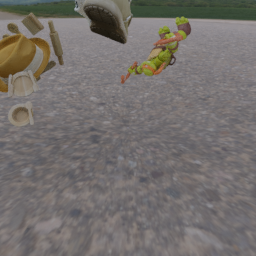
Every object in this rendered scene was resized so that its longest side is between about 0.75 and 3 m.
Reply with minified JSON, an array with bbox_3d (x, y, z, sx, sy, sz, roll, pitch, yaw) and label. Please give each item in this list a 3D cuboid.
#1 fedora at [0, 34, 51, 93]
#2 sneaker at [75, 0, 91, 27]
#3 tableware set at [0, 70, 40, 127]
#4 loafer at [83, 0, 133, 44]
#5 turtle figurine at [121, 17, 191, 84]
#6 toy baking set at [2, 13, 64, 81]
[{"bbox_3d":[-2.628,-1.629,6.492,1.663,0.678,1.663,-8,60,15],"label":"fedora"},{"bbox_3d":[-1.329,-3.801,8.776,0.658,0.679,1.860,1,-12,-3],"label":"sneaker"},{"bbox_3d":[-2.634,-0.581,5.917,1.551,1.295,0.180,-8,-15,-7],"label":"tableware set"},{"bbox_3d":[-0.332,-2.532,6.135,0.983,0.887,2.597,21,5,-4],"label":"loafer"},{"bbox_3d":[0.865,-1.849,6.705,1.907,0.762,2.365,-57,14,-30],"label":"turtle figurine"},{"bbox_3d":[-2.476,-2.118,7.568,1.490,1.941,0.226,-3,43,10],"label":"toy baking set"}]
